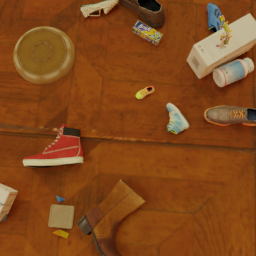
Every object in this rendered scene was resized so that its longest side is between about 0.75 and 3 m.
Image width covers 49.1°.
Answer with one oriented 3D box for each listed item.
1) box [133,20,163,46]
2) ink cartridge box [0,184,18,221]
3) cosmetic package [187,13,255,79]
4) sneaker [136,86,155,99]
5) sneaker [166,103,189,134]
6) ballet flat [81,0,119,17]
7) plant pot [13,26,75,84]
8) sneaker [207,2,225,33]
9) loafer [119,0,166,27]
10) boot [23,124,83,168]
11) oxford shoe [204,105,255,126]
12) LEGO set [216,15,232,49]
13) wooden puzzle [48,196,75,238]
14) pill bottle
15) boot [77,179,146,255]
[{"bbox_3d":[0.849,-4.129,12.189,1.276,0.410,0.447,32,82,5],"label":"box"},{"bbox_3d":[-4.965,2.811,10.654,0.881,0.885,1.207,22,79,4],"label":"ink cartridge box"},{"bbox_3d":[3.918,-3.302,11.489,2.697,1.522,1.094,-29,81,-3],"label":"cosmetic package"},{"bbox_3d":[0.708,-1.519,11.711,0.882,0.398,0.345,-30,82,-4],"label":"sneaker"},{"bbox_3d":[1.800,-0.335,11.436,0.845,0.515,1.294,-36,81,-8],"label":"sneaker"},{"bbox_3d":[-1.219,-5.288,12.411,1.721,0.618,0.618,-13,80,0],"label":"ballet flat"},{"bbox_3d":[-3.655,-3.214,12.049,2.682,0.369,2.682,0,80,0],"label":"plant pot"},{"bbox_3d":[3.736,-4.714,12.226,0.644,0.542,1.644,-20,81,-5],"label":"sneaker"},{"bbox_3d":[0.507,-5.715,12.147,2.999,1.065,1.095,39,82,7],"label":"loafer"},{"bbox_3d":[-2.993,0.700,11.113,2.296,0.831,1.657,-6,79,-9],"label":"boot"},{"bbox_3d":[4.337,-0.575,11.283,2.424,0.884,0.864,0,79,0],"label":"oxford shoe"},{"bbox_3d":[2.925,-2.910,8.694,0.390,1.047,0.482,-31,43,-20],"label":"LEGO set"},{"bbox_3d":[-2.586,3.457,10.915,0.992,0.172,1.470,12,80,-2],"label":"wooden puzzle"},{"bbox_3d":[4.381,-2.346,11.643,1.511,0.822,0.822,-23,80,-4],"label":"pill bottle"},{"bbox_3d":[-0.293,3.564,10.614,2.461,0.843,2.316,-42,71,-6],"label":"boot"}]
